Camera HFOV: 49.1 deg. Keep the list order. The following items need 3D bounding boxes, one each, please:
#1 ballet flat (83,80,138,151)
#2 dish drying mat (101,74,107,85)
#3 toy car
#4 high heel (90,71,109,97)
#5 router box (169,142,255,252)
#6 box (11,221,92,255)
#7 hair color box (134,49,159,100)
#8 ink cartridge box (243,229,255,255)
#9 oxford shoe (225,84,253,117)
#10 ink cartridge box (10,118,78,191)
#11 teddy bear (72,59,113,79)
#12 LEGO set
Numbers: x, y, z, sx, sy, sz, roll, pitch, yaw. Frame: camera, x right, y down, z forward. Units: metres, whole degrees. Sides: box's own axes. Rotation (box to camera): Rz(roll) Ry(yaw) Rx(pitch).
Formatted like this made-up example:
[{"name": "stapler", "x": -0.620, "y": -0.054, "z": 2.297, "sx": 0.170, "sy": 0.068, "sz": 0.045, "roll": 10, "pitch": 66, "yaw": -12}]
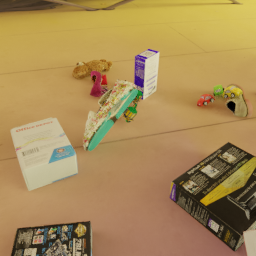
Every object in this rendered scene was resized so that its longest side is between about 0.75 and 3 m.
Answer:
[{"name": "ballet flat", "x": -0.813, "y": -0.524, "z": 10.021, "sx": 0.946, "sy": 1.119, "sz": 2.959, "roll": 34, "pitch": 76, "yaw": 18}, {"name": "dish drying mat", "x": -1.274, "y": -2.461, "z": 14.199, "sx": 0.390, "sy": 0.092, "sz": 1.015, "roll": -4, "pitch": 36, "yaw": -7}, {"name": "toy car", "x": 3.967, "y": -1.581, "z": 12.350, "sx": 1.898, "sy": 0.423, "sz": 1.786, "roll": -16, "pitch": 16, "yaw": 22}, {"name": "high heel", "x": -1.656, "y": -2.126, "z": 13.287, "sx": 0.940, "sy": 0.660, "sz": 1.960, "roll": -7, "pitch": 49, "yaw": -27}, {"name": "router box", "x": 2.938, "y": 1.723, "z": 7.961, "sx": 2.802, "sy": 0.732, "sz": 2.203, "roll": -26, "pitch": 44, "yaw": -31}, {"name": "box", "x": -1.731, "y": 3.074, "z": 6.376, "sx": 1.834, "sy": 0.459, "sz": 1.848, "roll": -4, "pitch": 36, "yaw": -6}, {"name": "hair color box", "x": 0.806, "y": -2.388, "z": 12.506, "sx": 0.639, "sy": 1.971, "sz": 1.078, "roll": 25, "pitch": 43, "yaw": 30}, {"name": "ink cartridge box", "x": 3.757, "y": 2.902, "z": 5.719, "sx": 2.239, "sy": 0.933, "sz": 1.626, "roll": -1, "pitch": 64, "yaw": -2}, {"name": "oxford shoe", "x": 4.551, "y": -1.250, "z": 12.008, "sx": 0.797, "sy": 0.765, "sz": 2.160, "roll": -4, "pitch": 36, "yaw": -2}, {"name": "ink cartridge box", "x": -2.760, "y": 0.740, "z": 9.128, "sx": 1.601, "sy": 0.938, "sz": 2.215, "roll": -17, "pitch": 41, "yaw": -22}, {"name": "teddy bear", "x": -1.877, "y": -3.251, "z": 14.723, "sx": 2.290, "sy": 0.765, "sz": 1.660, "roll": -14, "pitch": 36, "yaw": -18}, {"name": "LEGO set", "x": -0.380, "y": -0.921, "z": 11.531, "sx": 1.672, "sy": 1.259, "sz": 2.174, "roll": 25, "pitch": 37, "yaw": -15}]
